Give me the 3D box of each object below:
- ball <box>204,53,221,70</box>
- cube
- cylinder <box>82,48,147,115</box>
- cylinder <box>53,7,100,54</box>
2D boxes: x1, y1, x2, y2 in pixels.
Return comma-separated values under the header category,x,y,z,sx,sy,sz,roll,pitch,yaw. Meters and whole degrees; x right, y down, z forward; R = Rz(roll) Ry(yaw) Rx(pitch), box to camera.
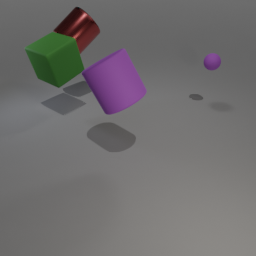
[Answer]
category,x,y,z,sx,sy,sz,roll,pitch,yaw
ball,3.515,-2.758,11.688,0.700,0.700,0.700,0,31,0
cube,-2.773,-2.632,10.738,1.400,1.400,1.400,25,55,33
cylinder,-0.383,-1.322,8.032,1.400,1.400,1.400,-27,17,9
cylinder,-2.114,-3.985,11.615,1.400,1.400,1.400,-48,43,-3
